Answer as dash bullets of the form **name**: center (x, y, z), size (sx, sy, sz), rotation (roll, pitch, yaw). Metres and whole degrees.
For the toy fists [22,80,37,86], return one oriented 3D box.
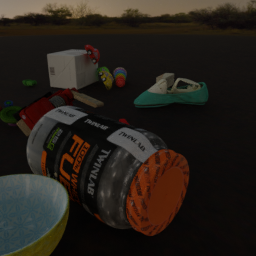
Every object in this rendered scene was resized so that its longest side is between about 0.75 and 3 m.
- **toy fists**: center (-4.826, -2.197, 13.648), size (0.798, 0.274, 0.407), rotation (17, 21, 37)

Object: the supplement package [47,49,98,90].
- **supplement package**: center (-2.612, -2.905, 13.639), size (1.541, 1.552, 2.046), rotation (10, 25, 22)

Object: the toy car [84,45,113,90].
- **toy car**: center (-1.237, -2.840, 13.628), size (0.522, 2.341, 2.203), rotation (-28, -3, 2)

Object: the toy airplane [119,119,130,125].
- **toy airplane**: center (-0.584, 0.053, 8.163), size (1.692, 0.311, 1.692), rotation (1, 25, 0)

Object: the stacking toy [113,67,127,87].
- **stacking toy**: center (-0.401, -2.442, 13.859), size (0.700, 0.700, 1.641), rotation (0, 29, 0)

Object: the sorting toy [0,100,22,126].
- **sorting toy**: center (-3.988, -0.377, 9.022), size (1.552, 0.637, 0.933), rotation (15, 40, 5)

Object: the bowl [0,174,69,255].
- **bowl**: center (-1.660, 1.494, 3.901), size (1.760, 0.947, 1.760), rotation (-1, 22, 0)

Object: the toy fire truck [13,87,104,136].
- **toy fire truck**: center (-1.798, -0.526, 7.512), size (1.895, 1.219, 1.668), rotation (-29, 12, 35)

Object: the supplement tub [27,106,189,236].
- **supplement tub**: center (-0.416, 0.656, 5.000), size (2.714, 1.663, 1.663), rotation (18, 29, 38)

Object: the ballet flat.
- **ballet flat**: center (1.651, -1.397, 10.716), size (2.947, 1.037, 0.992), rotation (-4, 23, -8)

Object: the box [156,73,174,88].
- **box**: center (1.793, -2.253, 13.402), size (0.461, 0.563, 1.187), rotation (11, 24, 27)
